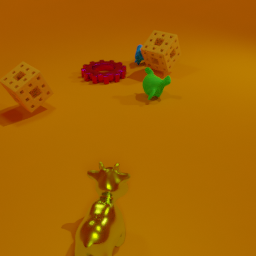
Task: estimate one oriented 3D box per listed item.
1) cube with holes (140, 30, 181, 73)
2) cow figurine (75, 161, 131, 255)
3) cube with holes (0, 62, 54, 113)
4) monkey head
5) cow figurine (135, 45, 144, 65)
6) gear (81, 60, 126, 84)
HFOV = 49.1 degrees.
[{"bbox_3d":[1.203,-2.756,10.118,0.961,0.961,0.961,24,71,30],"label":"cube with holes"},{"bbox_3d":[-0.375,1.253,4.209,0.726,1.301,1.322,2,15,15],"label":"cow figurine"},{"bbox_3d":[-2.821,-1.142,7.828,0.864,0.864,0.864,31,67,32],"label":"cube with holes"},{"bbox_3d":[0.858,-1.381,8.659,0.694,0.829,1.152,13,61,-33],"label":"monkey head"},{"bbox_3d":[0.977,-2.876,11.112,1.352,0.742,1.330,36,61,15],"label":"cow figurine"},{"bbox_3d":[-0.883,-2.081,10.288,1.629,0.301,1.629,0,33,0],"label":"gear"}]
